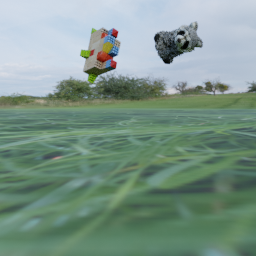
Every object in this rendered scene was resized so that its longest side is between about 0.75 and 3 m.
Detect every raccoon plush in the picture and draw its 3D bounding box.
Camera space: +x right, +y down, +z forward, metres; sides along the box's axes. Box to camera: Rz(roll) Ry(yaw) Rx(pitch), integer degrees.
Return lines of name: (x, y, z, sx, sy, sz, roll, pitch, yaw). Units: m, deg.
raccoon plush: (1.586, -2.700, 8.201, 1.318, 0.952, 1.968, -16, 30, 31)

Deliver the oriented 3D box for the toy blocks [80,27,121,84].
toy blocks: (-0.848, -2.728, 9.818, 1.027, 2.056, 1.405, 21, -18, -38)
